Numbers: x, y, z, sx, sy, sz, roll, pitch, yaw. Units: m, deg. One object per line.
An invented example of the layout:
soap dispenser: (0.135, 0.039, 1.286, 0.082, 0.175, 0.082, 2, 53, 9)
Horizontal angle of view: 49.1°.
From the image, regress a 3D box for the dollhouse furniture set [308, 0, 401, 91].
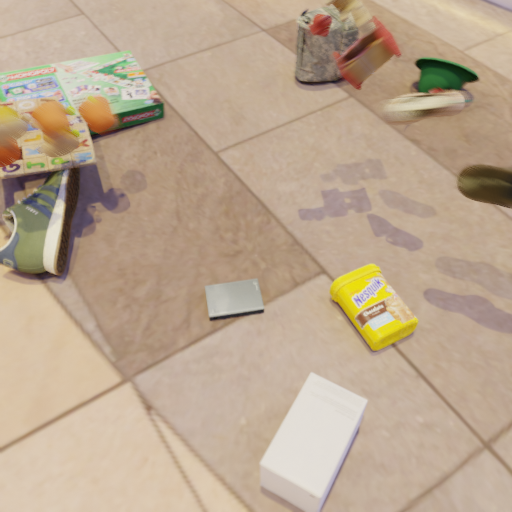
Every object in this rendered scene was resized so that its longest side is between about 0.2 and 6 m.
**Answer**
dollhouse furniture set: (1.627, -3.984, 10.003, 1.017, 1.890, 0.769, -35, 45, 29)

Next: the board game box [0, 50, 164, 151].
board game box: (-4.577, -4.113, 14.462, 3.714, 0.541, 2.499, -19, 57, -22)

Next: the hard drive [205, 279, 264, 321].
hard drive: (-0.428, 0.848, 10.964, 1.075, 0.177, 0.750, -8, 51, -6)

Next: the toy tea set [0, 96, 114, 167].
toy tea set: (-4.170, -2.620, 10.754, 2.796, 1.662, 1.035, -22, 82, -45)

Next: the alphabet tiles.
alphabet tiles: (-5.086, -2.766, 12.682, 2.475, 0.112, 2.961, -13, 48, -16)

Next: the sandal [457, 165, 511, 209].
sandal: (4.235, -0.995, 9.037, 1.917, 0.783, 0.523, 16, 11, 19)

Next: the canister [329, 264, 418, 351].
canister: (2.225, 0.963, 10.594, 1.074, 0.626, 1.446, -22, 55, -17)

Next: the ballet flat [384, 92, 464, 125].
ballet flat: (2.874, -2.686, 10.043, 0.543, 0.549, 1.613, -9, 5, -43)

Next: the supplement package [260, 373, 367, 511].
supplement package: (0.886, 2.911, 8.725, 1.015, 1.027, 1.694, 24, 55, 18)

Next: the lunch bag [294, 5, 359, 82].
lunch bag: (1.815, -5.757, 15.275, 1.577, 1.880, 1.310, -22, 56, -18)

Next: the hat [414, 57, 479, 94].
hat: (4.718, -4.178, 15.000, 2.022, 1.780, 1.675, 15, 8, -19)

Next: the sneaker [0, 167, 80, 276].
sneaker: (-4.643, -0.974, 11.861, 1.410, 1.053, 3.140, 0, 54, -6)
